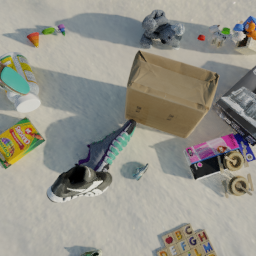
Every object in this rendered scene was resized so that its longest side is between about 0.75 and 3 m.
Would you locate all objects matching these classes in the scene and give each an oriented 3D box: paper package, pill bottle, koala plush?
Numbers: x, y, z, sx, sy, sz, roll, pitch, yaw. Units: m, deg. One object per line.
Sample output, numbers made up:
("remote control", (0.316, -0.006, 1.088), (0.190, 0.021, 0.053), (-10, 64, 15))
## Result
("paper package", (1.337, -1.075, 9.976), (2.781, 2.917, 1.509), (19, 73, 5))
("pill bottle", (-4.286, -1.777, 11.095), (1.248, 1.248, 2.213), (-25, 74, -8))
("koala plush", (1.577, -4.051, 11.789), (1.661, 1.473, 1.526), (31, 64, 13))

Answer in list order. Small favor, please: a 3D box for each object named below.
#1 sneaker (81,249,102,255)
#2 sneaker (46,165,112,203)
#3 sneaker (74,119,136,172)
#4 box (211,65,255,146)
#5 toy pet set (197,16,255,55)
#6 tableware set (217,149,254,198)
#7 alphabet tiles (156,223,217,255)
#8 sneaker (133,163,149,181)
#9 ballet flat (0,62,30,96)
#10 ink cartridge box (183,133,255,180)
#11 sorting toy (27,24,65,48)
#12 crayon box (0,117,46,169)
("sneaker", (-1.291, 4.346, 9.535), (0.829, 0.367, 0.319), (-20, 73, -6))
("sneaker", (-1.160, 1.454, 7.865), (2.136, 0.967, 0.710), (-4, 45, -45))
("sneaker", (-0.824, 0.582, 10.476), (1.195, 1.016, 2.730), (33, 75, 15))
("box", (5.104, -1.000, 11.106), (2.789, 0.694, 2.200), (-40, 76, -13))
("toy pet set", (4.585, -3.996, 11.195), (2.443, 2.617, 1.390), (15, 94, -22))
("tableware set", (3.943, 1.670, 10.100), (1.126, 0.341, 1.704), (-14, 95, -6))
("alphabet tiles", (2.143, 4.609, 9.603), (1.903, 0.072, 2.287), (-22, 73, -7))
("sneaker", (0.477, 1.584, 10.491), (0.332, 0.299, 0.770), (38, 76, 15))
("ballet flat", (-4.095, -1.685, 8.720), (0.765, 2.151, 0.743), (-22, 44, 33))
("ink cartridge box", (3.522, 0.998, 10.619), (2.574, 0.477, 1.219), (-17, 71, -8))
("sorting toy", (-3.522, -3.999, 12.293), (1.706, 0.592, 0.588), (-20, 96, -4))
("crayon box", (-4.282, 0.574, 10.733), (1.828, 0.464, 1.160), (-39, 76, -11))
